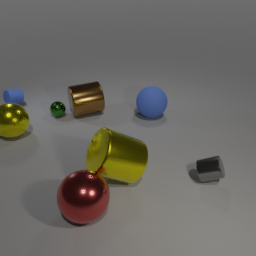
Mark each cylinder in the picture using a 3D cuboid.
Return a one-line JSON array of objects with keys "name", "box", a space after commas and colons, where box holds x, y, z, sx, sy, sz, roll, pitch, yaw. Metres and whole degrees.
[{"name": "cylinder", "box": [-5.487, -1.509, 13.429, 0.700, 0.700, 0.700, 23, 25, 34]}, {"name": "cylinder", "box": [-1.919, -1.328, 12.787, 1.400, 1.400, 1.400, -13, 33, -17]}, {"name": "cylinder", "box": [2.554, 1.261, 8.669, 0.700, 0.700, 0.700, -17, 22, 26]}, {"name": "cylinder", "box": [-0.342, 0.848, 8.487, 1.400, 1.400, 1.400, 21, 19, -30]}]

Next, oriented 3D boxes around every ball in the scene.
[{"name": "ball", "box": [-1.181, 1.814, 7.461, 1.400, 1.400, 1.400, 0, 30, 0]}, {"name": "ball", "box": [1.061, -1.166, 12.505, 1.400, 1.400, 1.400, 0, 30, 0]}, {"name": "ball", "box": [-3.176, -0.859, 12.666, 0.700, 0.700, 0.700, 0, 30, 0]}, {"name": "ball", "box": [-4.620, -0.302, 11.067, 1.400, 1.400, 1.400, 0, 30, 0]}]
